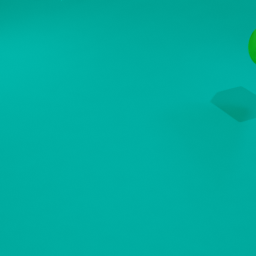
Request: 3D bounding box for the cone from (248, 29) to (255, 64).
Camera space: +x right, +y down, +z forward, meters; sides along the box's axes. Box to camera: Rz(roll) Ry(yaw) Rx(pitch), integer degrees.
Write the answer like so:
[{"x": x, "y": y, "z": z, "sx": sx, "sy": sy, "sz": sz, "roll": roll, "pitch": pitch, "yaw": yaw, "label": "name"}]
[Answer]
[{"x": 3.845, "y": -2.100, "z": 6.956, "sx": 1.148, "sy": 1.148, "sz": 1.152, "roll": -10, "pitch": 13, "yaw": -11, "label": "cone"}]
